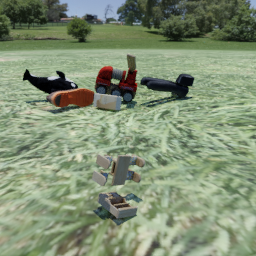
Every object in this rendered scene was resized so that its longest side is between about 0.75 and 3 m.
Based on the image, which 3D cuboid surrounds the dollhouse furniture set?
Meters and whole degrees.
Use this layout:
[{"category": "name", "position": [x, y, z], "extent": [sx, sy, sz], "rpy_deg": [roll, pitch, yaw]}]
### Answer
[{"category": "dollhouse furniture set", "position": [-0.104, 0.921, 4.654], "extent": [0.803, 0.916, 0.608], "rpy_deg": [6, 11, -42]}]

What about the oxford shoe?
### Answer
[{"category": "oxford shoe", "position": [-2.216, -1.255, 11.080], "extent": [0.761, 0.744, 2.086], "rpy_deg": [19, 18, 41]}]

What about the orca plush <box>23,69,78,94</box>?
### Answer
[{"category": "orca plush", "position": [-3.239, -1.866, 11.948], "extent": [2.361, 1.242, 0.839], "rpy_deg": [27, 16, -29]}]

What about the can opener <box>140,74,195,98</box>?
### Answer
[{"category": "can opener", "position": [1.666, -1.878, 12.136], "extent": [2.911, 1.144, 0.923], "rpy_deg": [-3, 21, -37]}]

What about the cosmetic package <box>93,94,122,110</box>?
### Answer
[{"category": "cosmetic package", "position": [-0.795, -1.007, 10.786], "extent": [1.046, 0.550, 0.372], "rpy_deg": [9, 8, 28]}]

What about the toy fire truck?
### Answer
[{"category": "toy fire truck", "position": [-0.369, -2.178, 11.416], "extent": [1.739, 1.975, 1.271], "rpy_deg": [13, 24, -5]}]
